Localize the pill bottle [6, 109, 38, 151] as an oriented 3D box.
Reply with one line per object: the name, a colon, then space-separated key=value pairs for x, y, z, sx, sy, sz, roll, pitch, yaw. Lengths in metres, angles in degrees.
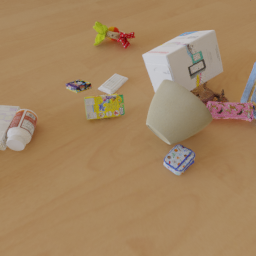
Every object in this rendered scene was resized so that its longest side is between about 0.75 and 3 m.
pill bottle: x=-4.137 y=0.076 z=10.895 sx=0.884 sy=0.884 sz=1.575 roll=2 pitch=46 yaw=2

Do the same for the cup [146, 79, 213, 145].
cup: x=1.686 y=-0.404 z=10.636 sx=1.720 sy=2.405 sz=2.405 roll=-48 pitch=58 yaw=-3

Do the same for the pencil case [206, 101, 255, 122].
pencil case: x=4.232 y=-0.699 z=11.715 sx=1.936 sy=0.838 sz=0.802 roll=4 pitch=84 yaw=4

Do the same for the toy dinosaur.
toy dinosaur: x=3.490 y=-1.349 z=12.295 sx=1.971 sy=0.846 sz=1.336 roll=-30 pitch=54 yaw=-25

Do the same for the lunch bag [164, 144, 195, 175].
lunch bag: x=1.897 y=1.133 z=10.171 sx=0.896 sy=0.423 sz=1.118 roll=33 pitch=59 yaw=29

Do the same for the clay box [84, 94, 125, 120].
clay box: x=-0.978 y=-0.909 z=11.777 sx=1.619 sy=0.930 sz=0.385 roll=-7 pitch=14 yaw=-11

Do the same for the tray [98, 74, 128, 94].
tray: x=-0.708 y=-2.192 z=13.566 sx=0.808 sy=0.167 sz=1.506 roll=24 pitch=51 yaw=23

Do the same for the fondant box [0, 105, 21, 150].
fondant box: x=-5.312 y=-0.075 z=11.252 sx=1.425 sy=0.575 sz=1.976 roll=4 pitch=45 yaw=4

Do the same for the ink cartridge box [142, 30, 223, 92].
ink cartridge box: x=2.397 y=-2.859 z=12.349 sx=2.635 sy=1.924 sz=1.934 roll=-31 pitch=26 yaw=-17

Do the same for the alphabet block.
alphabet block: x=6.461 y=-1.452 z=11.400 sx=2.320 sy=2.279 sz=2.266 roll=-15 pitch=49 yaw=-14

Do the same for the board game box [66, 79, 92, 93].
board game box: x=-1.797 y=-1.533 z=10.186 sx=0.641 sy=0.220 sz=0.775 roll=-25 pitch=33 yaw=-33

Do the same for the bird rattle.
bird rattle: x=-0.789 y=-5.435 z=16.027 sx=2.396 sy=1.350 sz=1.954 roll=2 pitch=30 yaw=-2
